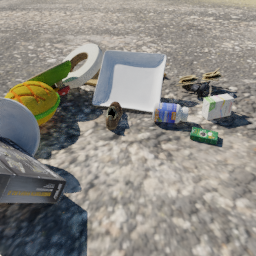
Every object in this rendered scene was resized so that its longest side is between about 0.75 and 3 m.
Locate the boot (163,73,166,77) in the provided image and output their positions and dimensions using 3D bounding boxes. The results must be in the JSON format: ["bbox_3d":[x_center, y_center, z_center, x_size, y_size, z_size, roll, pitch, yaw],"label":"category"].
[{"bbox_3d":[1.348,-2.681,14.149,1.035,0.364,0.741,-19,32,-32],"label":"boot"}]

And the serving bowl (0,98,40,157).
[{"bbox_3d":[-3.692,0.162,8.440,2.231,2.231,0.734,0,12,0],"label":"serving bowl"}]

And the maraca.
[{"bbox_3d":[-3.674,-0.702,10.048,2.007,1.566,2.928,9,37,17],"label":"maraca"}]

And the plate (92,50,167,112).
[{"bbox_3d":[0.109,-1.999,12.009,2.802,0.454,2.808,7,70,11],"label":"plate"}]

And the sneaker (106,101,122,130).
[{"bbox_3d":[-0.515,-0.640,10.709,0.561,0.602,1.593,3,41,2],"label":"sneaker"}]

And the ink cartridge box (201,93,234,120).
[{"bbox_3d":[3.619,-0.851,10.959,1.353,0.792,0.455,-12,35,-15],"label":"ink cartridge box"}]

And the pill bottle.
[{"bbox_3d":[1.602,-0.559,10.602,1.291,0.724,0.724,6,34,7],"label":"pill bottle"}]

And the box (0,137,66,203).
[{"bbox_3d":[-3.283,0.900,7.036,2.827,0.683,2.239,26,1,31],"label":"box"}]

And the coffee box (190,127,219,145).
[{"bbox_3d":[2.676,0.265,9.837,0.928,0.204,0.570,12,35,16],"label":"coffee box"}]

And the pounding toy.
[{"bbox_3d":[-3.407,-1.797,11.972,2.639,1.225,2.037,-27,16,-1],"label":"pounding toy"}]

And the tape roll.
[{"bbox_3d":[-2.283,-2.964,13.259,2.508,0.458,2.508,-20,47,23],"label":"tape roll"}]

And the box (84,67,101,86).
[{"bbox_3d":[-1.373,-2.629,13.791,1.886,0.201,1.542,16,54,21],"label":"box"}]

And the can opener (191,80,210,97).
[{"bbox_3d":[3.453,-1.938,12.753,0.698,0.563,1.777,46,42,5],"label":"can opener"}]

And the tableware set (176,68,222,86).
[{"bbox_3d":[3.303,-2.402,12.982,1.966,0.394,1.300,-5,20,25],"label":"tableware set"}]
